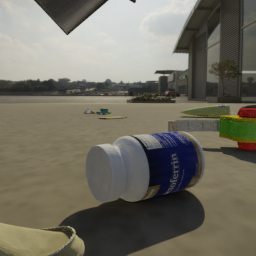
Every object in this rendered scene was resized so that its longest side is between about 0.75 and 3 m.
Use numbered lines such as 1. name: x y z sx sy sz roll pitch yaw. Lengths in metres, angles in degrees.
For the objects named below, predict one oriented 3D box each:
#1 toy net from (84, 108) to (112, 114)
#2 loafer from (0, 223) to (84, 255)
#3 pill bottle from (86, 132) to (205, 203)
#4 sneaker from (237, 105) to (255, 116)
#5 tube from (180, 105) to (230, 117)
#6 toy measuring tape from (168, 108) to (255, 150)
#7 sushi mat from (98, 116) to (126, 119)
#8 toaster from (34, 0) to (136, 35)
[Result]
1. toy net: -1.648 -0.907 14.905 1.532 0.296 0.804 2 7 25
2. loafer: -0.628 0.544 1.232 0.879 0.300 0.333 -2 6 -20
3. pill bottle: 0.149 0.314 2.331 0.911 0.527 0.527 -4 7 -33
4. sneaker: 4.118 -0.334 7.320 2.120 0.810 1.214 -4 9 -14
5. tube: 3.380 -0.709 12.356 2.126 0.617 0.552 0 49 21
6. toy measuring tape: 1.639 0.005 4.636 1.983 0.729 0.729 1 6 13
7. sushi mat: -0.625 -0.428 11.491 1.151 0.070 0.550 -6 8 -45
8. toaster: -1.235 -2.710 4.132 2.229 1.323 2.016 48 3 19
